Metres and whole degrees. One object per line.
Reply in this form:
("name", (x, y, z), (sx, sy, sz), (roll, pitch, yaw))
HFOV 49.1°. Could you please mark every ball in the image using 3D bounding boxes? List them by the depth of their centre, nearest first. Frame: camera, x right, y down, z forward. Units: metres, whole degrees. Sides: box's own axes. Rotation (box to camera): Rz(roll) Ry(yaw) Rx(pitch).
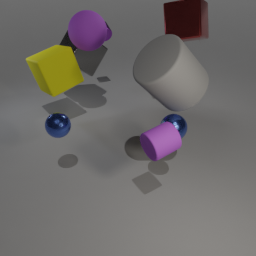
("ball", (1.166, -0.016, 7.168), (0.700, 0.700, 0.700), (0, 31, 0))
("ball", (-1.909, -0.075, 7.643), (0.700, 0.700, 0.700), (0, 31, 0))
("ball", (-1.457, -3.509, 10.130), (1.400, 1.400, 1.400), (0, 31, 0))

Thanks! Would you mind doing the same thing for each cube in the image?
("cube", (-2.789, -2.224, 10.729), (1.400, 1.400, 1.400), (-33, 34, -23))
("cube", (2.301, -4.165, 10.957), (1.400, 1.400, 1.400), (1, 14, 27))
("cube", (-2.041, -3.322, 12.188), (1.400, 1.400, 1.400), (33, 4, 43))

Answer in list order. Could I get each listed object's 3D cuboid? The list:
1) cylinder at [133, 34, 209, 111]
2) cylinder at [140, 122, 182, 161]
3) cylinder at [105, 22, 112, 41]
("cylinder", (1.069, -1.330, 6.967), (1.400, 1.400, 1.400), (34, 5, -42))
("cylinder", (0.746, 0.305, 6.432), (0.700, 0.700, 0.700), (-26, 38, -19))
("cylinder", (-1.188, -4.597, 13.261), (0.700, 0.700, 0.700), (-13, 54, -20))
